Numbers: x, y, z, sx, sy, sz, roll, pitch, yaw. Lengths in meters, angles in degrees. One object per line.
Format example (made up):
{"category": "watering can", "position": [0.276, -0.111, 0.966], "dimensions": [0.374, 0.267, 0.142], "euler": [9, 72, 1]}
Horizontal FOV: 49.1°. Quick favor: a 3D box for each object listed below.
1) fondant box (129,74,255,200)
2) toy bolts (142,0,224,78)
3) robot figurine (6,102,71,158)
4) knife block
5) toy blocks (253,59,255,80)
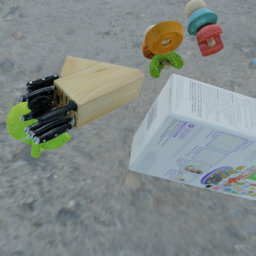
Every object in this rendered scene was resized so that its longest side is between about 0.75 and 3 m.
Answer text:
{"category": "fondant box", "position": [1.626, 0.346, 4.914], "dimensions": [2.779, 2.005, 0.809], "euler": [16, 57, -9]}
{"category": "toy bolts", "position": [1.169, -2.397, 6.665], "dimensions": [1.954, 1.867, 1.355], "euler": [-19, 68, 9]}
{"category": "robot figurine", "position": [-1.883, -0.029, 5.865], "dimensions": [0.814, 1.408, 1.235], "euler": [-32, 54, 21]}
{"category": "knife block", "position": [-0.755, -0.419, 4.858], "dimensions": [2.010, 0.643, 1.764], "euler": [9, 49, -8]}
{"category": "toy blocks", "position": [3.756, -1.545, 5.825], "dimensions": [0.988, 2.268, 2.721], "euler": [19, 26, -14]}
